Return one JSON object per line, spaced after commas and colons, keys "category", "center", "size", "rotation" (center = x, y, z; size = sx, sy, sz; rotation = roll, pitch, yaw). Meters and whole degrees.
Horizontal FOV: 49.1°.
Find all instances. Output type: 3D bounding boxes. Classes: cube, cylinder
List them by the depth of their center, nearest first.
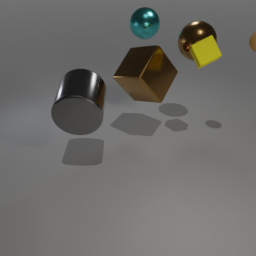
{"category": "cylinder", "center": [-1.366, -0.752, 8.037], "size": [1.400, 1.400, 1.400], "rotation": [0, 43, 0]}
{"category": "cube", "center": [2.438, -2.385, 8.863], "size": [0.700, 0.700, 0.700], "rotation": [-26, 0, 9]}
{"category": "cube", "center": [0.618, -1.869, 9.823], "size": [1.400, 1.400, 1.400], "rotation": [11, 66, 47]}

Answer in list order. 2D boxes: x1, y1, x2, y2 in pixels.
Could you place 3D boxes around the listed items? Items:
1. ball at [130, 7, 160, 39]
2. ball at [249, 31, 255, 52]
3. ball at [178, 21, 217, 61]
{"category": "ball", "center": [0.775, -4.825, 12.940], "size": [1.400, 1.400, 1.400], "rotation": [0, 29, 0]}
{"category": "ball", "center": [4.089, -2.663, 8.573], "size": [0.700, 0.700, 0.700], "rotation": [0, 29, 0]}
{"category": "ball", "center": [2.524, -3.166, 10.226], "size": [1.400, 1.400, 1.400], "rotation": [0, 29, 0]}
